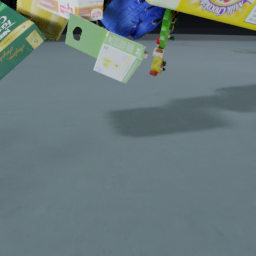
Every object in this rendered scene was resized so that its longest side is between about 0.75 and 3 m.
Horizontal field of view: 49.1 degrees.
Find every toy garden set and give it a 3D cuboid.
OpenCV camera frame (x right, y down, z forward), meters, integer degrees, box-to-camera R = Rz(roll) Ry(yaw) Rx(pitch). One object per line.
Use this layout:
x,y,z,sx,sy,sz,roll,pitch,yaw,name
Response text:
1.122,-2.539,7.882,0.440,1.837,2.204,19,-4,4,toy garden set

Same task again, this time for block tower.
-0.141,-1.906,6.592,1.242,0.359,0.336,26,27,-8,block tower

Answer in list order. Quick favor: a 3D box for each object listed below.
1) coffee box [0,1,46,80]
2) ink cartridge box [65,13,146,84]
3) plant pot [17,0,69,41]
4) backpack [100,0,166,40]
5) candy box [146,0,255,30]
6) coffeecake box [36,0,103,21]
-3.436,-2.405,7.180,1.623,0.581,2.640,-44,56,-9,coffee box
-0.450,-1.277,4.675,1.273,0.305,0.926,20,-20,-11,ink cartridge box
-2.468,-3.751,8.410,1.979,1.862,1.979,19,5,-2,plant pot
0.177,-4.147,10.083,2.081,1.747,1.691,-38,4,-19,backpack
1.363,-1.433,2.234,2.582,1.320,0.341,-4,48,-35,candy box
-1.071,-2.937,4.921,1.349,1.757,0.642,32,42,32,coffeecake box
